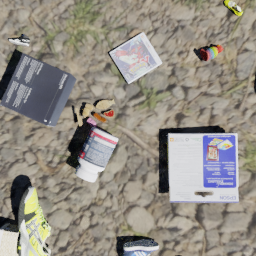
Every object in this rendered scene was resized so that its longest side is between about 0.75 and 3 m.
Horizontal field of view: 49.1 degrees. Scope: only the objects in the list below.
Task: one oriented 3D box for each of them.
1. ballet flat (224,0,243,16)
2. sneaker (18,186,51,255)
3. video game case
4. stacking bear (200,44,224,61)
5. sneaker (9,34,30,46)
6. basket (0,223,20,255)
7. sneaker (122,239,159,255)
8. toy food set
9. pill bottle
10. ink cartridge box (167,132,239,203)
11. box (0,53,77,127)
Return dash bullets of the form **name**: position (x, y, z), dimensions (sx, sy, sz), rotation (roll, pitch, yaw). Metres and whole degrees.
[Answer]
- **ballet flat**: position (4.249, -4.858, 11.211), dimensions (0.878, 0.294, 0.293), rotation (43, 89, 1)
- **sneaker**: position (-3.539, 3.655, 10.734), dimensions (1.140, 1.125, 2.984), rotation (-1, 98, -9)
- **video game case**: position (0.313, -2.804, 11.222), dimensions (1.612, 0.185, 1.469), rotation (-32, 89, -1)
- **stacking bear**: position (3.368, -3.026, 11.100), dimensions (0.851, 0.517, 0.484), rotation (-28, 129, -10)
- **sneaker**: position (-4.318, -3.571, 11.211), dimensions (0.792, 0.289, 0.443), rotation (12, 85, -8)
- **basket**: position (-4.541, 4.396, 10.762), dimensions (0.736, 0.808, 1.193), rotation (7, 89, -2)
- **sneaker**: position (0.486, 4.989, 10.920), dimensions (1.428, 0.575, 1.045), rotation (-2, 100, -6)
- **toy food set**: position (-1.229, -0.548, 11.147), dimensions (1.564, 0.246, 0.994), rotation (-10, 87, -10)
- **pill bottle**: position (-1.252, 1.021, 10.667), dimensions (1.134, 1.134, 1.896), rotation (25, 89, 1)
- **ink cartridge box**: position (2.856, 1.502, 10.832), dimensions (2.616, 0.622, 2.647), rotation (0, 90, 5)
- **box**: position (-3.365, -1.393, 10.715), dimensions (1.961, 1.121, 2.153), rotation (25, 89, 2)
